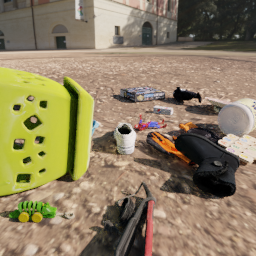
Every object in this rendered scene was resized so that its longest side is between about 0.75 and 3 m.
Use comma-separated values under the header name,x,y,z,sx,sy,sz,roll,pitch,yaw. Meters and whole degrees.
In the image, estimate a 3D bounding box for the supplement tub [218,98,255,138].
name,x,y,z,sx,sy,sz,roll,pitch,yaw
supplement tub,4.342,-0.428,10.662,1.292,1.292,1.782,16,23,37

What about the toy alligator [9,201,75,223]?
name,x,y,z,sx,sy,sz,roll,pitch,yaw
toy alligator,-1.865,1.754,6.040,1.413,0.383,0.419,0,20,0

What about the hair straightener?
name,x,y,z,sx,sy,sz,roll,pitch,yaw
hair straightener,0.022,1.803,5.646,1.039,0.553,2.701,3,20,8

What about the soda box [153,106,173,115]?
name,x,y,z,sx,sy,sz,roll,pitch,yaw
soda box,1.686,-0.846,13.449,0.914,0.291,0.311,10,22,25

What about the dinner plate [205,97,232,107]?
name,x,y,z,sx,sy,sz,roll,pitch,yaw
dinner plate,4.883,-1.148,13.825,2.225,0.270,2.225,12,11,-2

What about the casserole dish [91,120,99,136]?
name,x,y,z,sx,sy,sz,roll,pitch,yaw
casserole dish,-2.304,0.063,10.657,2.426,0.471,1.469,0,20,2

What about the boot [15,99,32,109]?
name,x,y,z,sx,sy,sz,roll,pitch,yaw
boot,-5.141,-1.275,14.437,1.326,0.491,1.087,-4,16,-11

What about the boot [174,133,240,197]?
name,x,y,z,sx,sy,sz,roll,pitch,yaw
boot,1.974,0.916,7.457,1.971,0.753,1.656,25,27,18

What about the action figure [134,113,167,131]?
name,x,y,z,sx,sy,sz,roll,pitch,yaw
action figure,0.899,-0.260,11.255,1.358,0.672,0.443,-9,41,-17

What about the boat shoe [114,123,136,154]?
name,x,y,z,sx,sy,sz,roll,pitch,yaw
boat shoe,-0.066,0.161,9.954,0.817,0.741,2.220,-3,20,-7

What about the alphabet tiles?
name,x,y,z,sx,sy,sz,roll,pitch,yaw
alphabet tiles,3.867,0.649,9.062,1.676,0.125,1.714,28,34,34

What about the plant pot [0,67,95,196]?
name,x,y,z,sx,sy,sz,roll,pitch,yaw
plant pot,-2.486,-0.084,7.799,2.607,2.858,2.872,-1,19,-23

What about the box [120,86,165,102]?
name,x,y,z,sx,sy,sz,roll,pitch,yaw
box,0.829,-2.013,16.416,2.011,0.500,1.996,-10,22,-26

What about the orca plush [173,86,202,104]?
name,x,y,z,sx,sy,sz,roll,pitch,yaw
orca plush,3.103,-1.607,15.411,2.161,0.768,1.137,28,-11,46

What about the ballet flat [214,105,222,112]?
name,x,y,z,sx,sy,sz,roll,pitch,yaw
ballet flat,4.378,-0.933,13.718,0.315,0.315,0.849,-4,18,-11

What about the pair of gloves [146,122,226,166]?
name,x,y,z,sx,sy,sz,roll,pitch,yaw
pair of gloves,2.082,0.491,9.605,2.658,0.329,2.368,-12,28,-32
